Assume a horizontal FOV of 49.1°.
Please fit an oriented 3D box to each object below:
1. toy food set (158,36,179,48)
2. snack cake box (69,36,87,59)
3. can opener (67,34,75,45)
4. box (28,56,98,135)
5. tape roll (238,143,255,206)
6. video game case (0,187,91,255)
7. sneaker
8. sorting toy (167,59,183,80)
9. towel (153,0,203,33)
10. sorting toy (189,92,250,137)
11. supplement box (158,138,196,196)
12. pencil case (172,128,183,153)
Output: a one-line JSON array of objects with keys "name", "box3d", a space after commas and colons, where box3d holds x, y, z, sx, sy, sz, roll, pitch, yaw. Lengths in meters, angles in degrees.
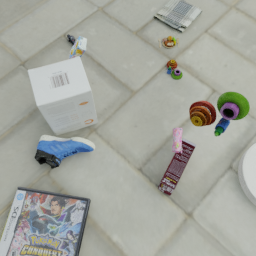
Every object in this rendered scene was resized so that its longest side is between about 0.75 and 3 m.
[{"name": "toy food set", "box3d": [1.950, -4.080, 13.257, 0.996, 0.200, 0.688, -2, 65, -1]}, {"name": "snack cake box", "box3d": [-1.961, -3.046, 10.955, 0.332, 0.987, 0.568, 14, 63, -28]}, {"name": "can opener", "box3d": [-2.581, -4.065, 13.198, 0.370, 0.299, 0.942, -29, 68, -14]}, {"name": "box", "box3d": [-2.243, -1.040, 10.287, 1.798, 2.890, 1.409, -17, 71, -8]}, {"name": "tape roll", "box3d": [5.556, 1.773, 10.311, 2.874, 0.525, 2.874, 0, 65, 0]}, {"name": "video game case", "box3d": [-2.863, 3.440, 9.626, 2.697, 0.344, 2.437, 8, 65, 4]}, {"name": "sneaker", "box3d": [-2.393, 0.992, 10.477, 2.227, 0.855, 1.239, 6, 59, 7]}, {"name": "sorting toy", "box3d": [2.043, -2.653, 12.461, 0.615, 0.420, 1.024, -22, 67, -10]}, {"name": "towel", "box3d": [2.493, -5.721, 13.965, 1.815, 0.326, 1.885, 35, 70, 15]}, {"name": "sorting toy", "box3d": [2.776, -0.348, 8.847, 0.811, 1.975, 1.187, -45, 112, -38]}, {"name": "supplement box", "box3d": [1.775, 1.428, 10.202, 0.574, 1.026, 1.884, 26, 67, 12]}, {"name": "pencil case", "box3d": [1.508, 0.375, 8.514, 0.335, 0.335, 0.765, 2, 83, 1]}]
